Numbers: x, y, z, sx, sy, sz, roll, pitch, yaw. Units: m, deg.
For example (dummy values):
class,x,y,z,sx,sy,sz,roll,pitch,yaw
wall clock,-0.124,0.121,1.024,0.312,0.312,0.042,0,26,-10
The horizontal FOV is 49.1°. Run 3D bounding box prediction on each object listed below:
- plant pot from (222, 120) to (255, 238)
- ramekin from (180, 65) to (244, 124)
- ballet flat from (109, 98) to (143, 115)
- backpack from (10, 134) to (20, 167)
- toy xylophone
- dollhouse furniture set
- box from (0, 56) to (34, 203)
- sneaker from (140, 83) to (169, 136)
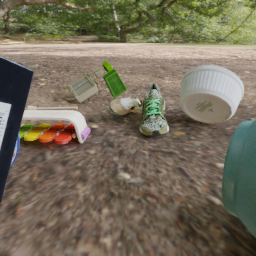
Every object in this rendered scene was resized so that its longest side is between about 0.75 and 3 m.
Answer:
class,x,y,z,sx,sy,sz,roll,pitch,yaw
plant pot,1.925,0.578,3.185,1.358,2.027,2.027,10,21,38
ramekin,2.192,-0.812,7.577,1.712,1.712,0.797,9,60,23
ballet flat,0.004,-0.719,8.359,0.498,0.538,1.526,-33,-7,27
backpack,-2.609,0.308,5.164,1.161,1.219,0.939,14,10,16
toy xylophone,-2.107,-0.114,6.977,2.432,0.611,1.781,3,15,10
dollhouse furniture set,-1.193,-1.500,10.480,1.846,0.926,1.209,-34,41,-5
box,-3.172,-0.248,3.970,2.927,2.166,1.527,13,0,17
sneaker,0.635,-0.542,7.424,0.773,0.890,2.009,-7,34,6
